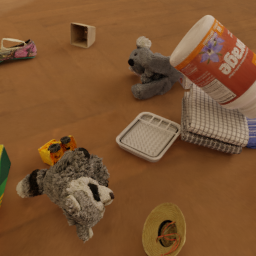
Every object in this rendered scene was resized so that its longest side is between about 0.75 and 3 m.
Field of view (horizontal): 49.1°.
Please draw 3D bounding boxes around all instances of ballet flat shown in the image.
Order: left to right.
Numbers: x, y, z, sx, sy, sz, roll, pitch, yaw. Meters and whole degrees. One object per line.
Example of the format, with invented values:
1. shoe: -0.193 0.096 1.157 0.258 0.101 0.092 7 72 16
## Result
1. ballet flat: -4.915 -3.019 10.976 2.549 0.907 0.881 -18 36 -19

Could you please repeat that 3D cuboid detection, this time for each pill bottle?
1. pill bottle: 2.398 -1.386 6.821 2.537 1.423 1.423 36 43 -10

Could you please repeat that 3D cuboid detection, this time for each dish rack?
1. dish rack: 0.585 0.260 7.631 1.362 0.346 1.587 24 46 24

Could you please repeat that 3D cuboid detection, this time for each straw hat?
1. straw hat: 0.826 2.068 5.398 0.489 1.155 1.155 33 32 -28

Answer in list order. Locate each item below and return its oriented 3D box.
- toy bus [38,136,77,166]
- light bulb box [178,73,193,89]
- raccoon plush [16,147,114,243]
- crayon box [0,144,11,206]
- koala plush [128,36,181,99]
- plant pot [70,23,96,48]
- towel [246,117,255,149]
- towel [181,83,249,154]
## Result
1. toy bus: -1.863 0.555 7.196 0.829 0.586 0.864 10 37 36
2. light bulb box: 2.127 -2.096 9.802 0.664 1.055 1.064 -10 41 -10
3. raccoon plush: -1.321 1.460 5.353 2.425 1.173 1.625 -30 22 22
4. crayon box: -3.637 1.599 5.797 1.762 0.705 2.775 -5 40 -5
5. koala plush: 0.672 -2.119 9.571 1.704 1.644 1.854 -10 40 -30
6. plant pot: -1.915 -4.131 12.343 0.929 0.927 0.822 20 34 22
7. towel: 3.923 -0.182 8.275 1.589 0.262 2.195 -2 39 1
8. towel: 2.280 -0.260 7.669 1.619 0.837 1.956 15 43 -2
